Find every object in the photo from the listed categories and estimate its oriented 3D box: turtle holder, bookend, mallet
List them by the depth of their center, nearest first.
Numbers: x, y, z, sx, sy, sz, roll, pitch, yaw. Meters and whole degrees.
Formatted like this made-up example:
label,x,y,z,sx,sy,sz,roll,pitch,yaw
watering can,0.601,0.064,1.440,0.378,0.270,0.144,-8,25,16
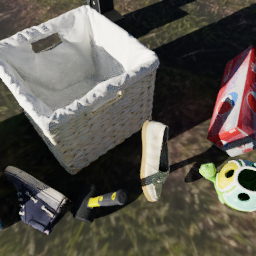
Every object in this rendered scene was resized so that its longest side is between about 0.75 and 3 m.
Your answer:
label,x,y,z,sx,sy,sz,roll,pitch,yaw
turtle holder,2.174,0.995,5.462,0.998,0.933,1.314,-40,69,-6
mallet,-0.508,1.302,5.474,0.517,2.514,0.828,23,59,-15
bookend,-0.727,-3.860,9.362,0.679,1.464,1.473,-31,59,-18

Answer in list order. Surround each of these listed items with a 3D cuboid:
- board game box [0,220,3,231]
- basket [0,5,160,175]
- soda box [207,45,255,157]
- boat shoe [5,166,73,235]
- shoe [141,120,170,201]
label,x,y,z,sx,sy,sz,roll,pitch,yaw
board game box,-3.749,0.726,6.001,0.940,2.159,2.926,-19,58,-16
basket,-1.253,-0.997,6.963,2.920,2.369,2.946,-33,60,-20
soda box,3.079,-0.780,7.509,0.944,1.042,2.976,32,57,-14
boat shoe,-2.190,1.559,6.134,1.866,0.697,0.865,22,65,23
shoe,0.613,0.750,5.974,0.492,1.844,0.645,6,17,30
